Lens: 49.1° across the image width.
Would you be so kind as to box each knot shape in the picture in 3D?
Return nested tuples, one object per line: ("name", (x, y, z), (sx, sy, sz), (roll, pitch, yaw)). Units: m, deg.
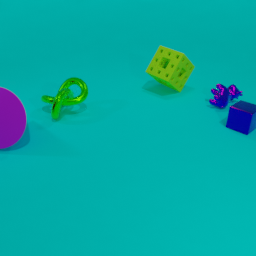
("knot shape", (-2.024, -1.051, 9.197), (1.532, 0.756, 1.637), (-35, 26, -7))

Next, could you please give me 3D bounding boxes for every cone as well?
("cone", (-3.302, -0.354, 7.997), (1.618, 1.618, 1.624), (3, 8, 6))

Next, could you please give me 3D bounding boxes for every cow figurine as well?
("cow figurine", (3.470, -1.104, 9.862), (1.122, 0.626, 1.141), (25, 59, -9))

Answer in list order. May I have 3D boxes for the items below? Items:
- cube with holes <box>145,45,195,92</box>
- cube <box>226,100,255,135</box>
("cube with holes", (1.638, -2.274, 10.837), (1.148, 1.148, 1.148), (32, 5, 36))
("cube", (3.463, -0.325, 8.371), (0.708, 0.708, 0.708), (-26, 38, -38))
